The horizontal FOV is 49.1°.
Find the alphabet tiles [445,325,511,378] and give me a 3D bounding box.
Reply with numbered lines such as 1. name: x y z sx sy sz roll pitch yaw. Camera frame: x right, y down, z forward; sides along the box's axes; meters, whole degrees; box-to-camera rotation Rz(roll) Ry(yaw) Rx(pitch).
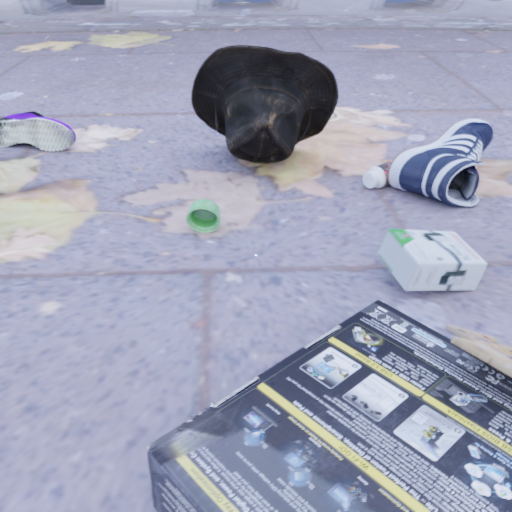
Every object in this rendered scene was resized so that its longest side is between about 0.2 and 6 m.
1. alphabet tiles: 2.782 1.167 5.431 1.879 0.085 2.248 32 9 40

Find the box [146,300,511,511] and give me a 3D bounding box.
1. box: 1.507 2.080 4.358 3.118 0.950 3.869 -24 40 -36

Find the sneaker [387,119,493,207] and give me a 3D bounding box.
1. sneaker: 3.857 -1.715 10.306 2.679 0.939 1.453 -27 36 -25

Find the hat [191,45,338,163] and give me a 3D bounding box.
1. hat: 0.079 -2.528 10.659 3.079 3.079 1.242 4 68 7

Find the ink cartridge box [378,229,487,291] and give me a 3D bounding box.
1. ink cartridge box: 2.421 0.053 7.723 1.164 0.484 0.853 1 35 -22

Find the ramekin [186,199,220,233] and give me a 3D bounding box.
1. ramekin: -0.836 -0.652 8.987 0.550 0.550 0.268 2 48 3

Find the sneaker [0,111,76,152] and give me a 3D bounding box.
1. sneaker: -4.802 -2.833 12.314 2.054 0.714 1.021 7 32 11

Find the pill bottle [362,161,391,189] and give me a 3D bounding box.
1. pill bottle: 2.358 -1.508 10.508 0.748 0.414 0.414 -23 39 -32
